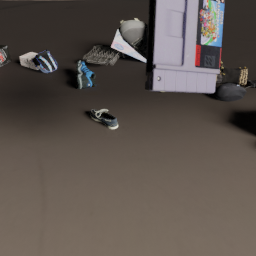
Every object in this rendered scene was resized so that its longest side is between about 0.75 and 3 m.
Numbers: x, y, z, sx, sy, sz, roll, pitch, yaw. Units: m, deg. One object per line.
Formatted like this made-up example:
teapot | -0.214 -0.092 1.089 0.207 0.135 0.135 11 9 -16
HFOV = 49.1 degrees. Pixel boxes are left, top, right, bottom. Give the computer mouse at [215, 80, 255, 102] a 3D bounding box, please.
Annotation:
computer mouse | 4.260 -1.530 10.239 2.682 0.456 0.786 -19 38 -26

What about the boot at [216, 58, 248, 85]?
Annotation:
boot | 4.004 -2.261 11.128 1.325 0.644 1.759 9 39 14

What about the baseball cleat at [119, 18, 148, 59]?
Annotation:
baseball cleat | 0.327 -1.261 4.448 1.198 0.418 0.638 10 56 -53

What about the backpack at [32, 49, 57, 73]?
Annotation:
backpack | -3.450 -2.706 11.725 0.602 0.895 0.817 -25 17 43

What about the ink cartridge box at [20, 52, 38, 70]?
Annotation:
ink cartridge box | -4.136 -2.965 12.356 1.010 0.426 0.737 20 39 26

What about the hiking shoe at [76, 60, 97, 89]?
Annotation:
hiking shoe | -1.652 -2.061 10.969 0.742 0.637 1.712 0 44 -12

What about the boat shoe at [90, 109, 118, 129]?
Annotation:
boat shoe | -0.763 -0.360 8.590 0.448 0.370 1.196 -25 41 -31

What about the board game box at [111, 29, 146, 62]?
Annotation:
board game box | 0.166 -3.867 13.158 1.781 0.386 1.773 22 32 -10

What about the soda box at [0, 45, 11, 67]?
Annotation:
soda box | -6.062 -2.813 11.835 0.845 0.756 2.387 11 36 13

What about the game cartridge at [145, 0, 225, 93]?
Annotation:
game cartridge | 0.908 -1.544 4.305 1.284 1.981 0.380 -1 8 -23

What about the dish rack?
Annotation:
dish rack | -1.106 -3.247 12.730 1.498 0.533 1.953 9 37 15
